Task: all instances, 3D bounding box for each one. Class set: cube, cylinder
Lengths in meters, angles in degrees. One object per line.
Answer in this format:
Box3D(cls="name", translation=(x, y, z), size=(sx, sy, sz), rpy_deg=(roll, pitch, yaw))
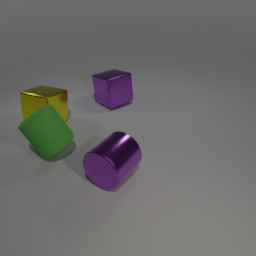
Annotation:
Box3D(cls="cube", translation=(-3.528, -0.919, 11.951), size=(1.400, 1.400, 1.400), rpy_deg=(12, 25, 19))
Box3D(cls="cylinder", translation=(-2.890, 0.108, 9.984), size=(1.400, 1.400, 1.400), rpy_deg=(-28, 22, 13))
Box3D(cls="cube", translation=(-0.735, -1.955, 13.640), size=(1.400, 1.400, 1.400), rpy_deg=(-23, 31, -32))
Box3D(cls="cylinder", translation=(-0.486, 1.024, 8.993), size=(1.400, 1.400, 1.400), rpy_deg=(19, 36, 27))
